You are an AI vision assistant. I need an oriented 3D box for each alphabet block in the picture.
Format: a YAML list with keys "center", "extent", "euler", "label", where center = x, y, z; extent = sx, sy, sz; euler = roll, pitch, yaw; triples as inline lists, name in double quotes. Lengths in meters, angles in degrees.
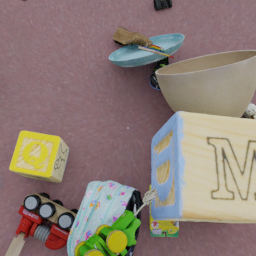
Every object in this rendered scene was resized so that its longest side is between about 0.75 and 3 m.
- center: [-2.449, 0.851, 7.959]
  extent: [1.177, 1.199, 1.171]
  euler: [8, 71, 3]
  label: "alphabet block"
- center: [2.021, 1.132, 7.070]
  extent: [2.419, 2.363, 2.376]
  euler: [5, 72, -8]
  label: "alphabet block"

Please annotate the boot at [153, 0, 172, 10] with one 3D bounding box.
- center: [1.230, -4.761, 10.293]
  extent: [0.648, 0.326, 0.867]
  euler: [-10, 72, -3]
  label: "boot"

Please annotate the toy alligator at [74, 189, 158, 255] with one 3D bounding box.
- center: [-0.212, 2.347, 5.832]
  extent: [2.718, 0.806, 0.737]
  euler: [-33, 99, -26]
  label: "toy alligator"

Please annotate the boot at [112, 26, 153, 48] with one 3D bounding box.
- center: [0.143, -2.937, 9.498]
  extent: [1.509, 0.555, 0.569]
  euler: [27, 75, 25]
  label: "boot"

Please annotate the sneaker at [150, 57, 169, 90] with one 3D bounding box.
- center: [1.046, -1.907, 9.206]
  extent: [0.496, 0.580, 1.400]
  euler: [14, 73, 3]
  label: "sneaker"

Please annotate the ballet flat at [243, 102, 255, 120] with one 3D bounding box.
- center: [4.031, -0.350, 8.735]
  extent: [0.526, 0.497, 1.561]
  euler: [-27, 73, -9]
  label: "ballet flat"

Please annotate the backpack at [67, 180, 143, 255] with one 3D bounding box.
- center: [-0.531, 2.591, 7.032]
  extent: [1.597, 2.105, 2.523]
  euler: [14, 66, 9]
  label: "backpack"

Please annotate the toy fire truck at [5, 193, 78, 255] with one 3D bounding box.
- center: [-2.355, 2.840, 7.436]
  extent: [1.600, 1.170, 1.818]
  euler: [25, 85, 7]
  label: "toy fire truck"

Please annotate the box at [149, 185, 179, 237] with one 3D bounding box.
- center: [1.015, 2.336, 7.932]
  extent: [0.820, 0.338, 1.397]
  euler: [2, 69, 0]
  label: "box"

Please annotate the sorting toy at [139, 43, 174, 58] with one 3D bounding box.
- center: [0.636, -1.896, 6.728]
  extent: [1.060, 0.511, 0.179]
  euler: [28, 108, 38]
  label: "sorting toy"

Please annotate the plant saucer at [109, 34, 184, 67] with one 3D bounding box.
- center: [0.593, -2.420, 8.808]
  extent: [2.424, 2.424, 0.332]
  euler: [-22, 116, -7]
  label: "plant saucer"

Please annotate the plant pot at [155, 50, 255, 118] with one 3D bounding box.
- center: [2.352, -0.992, 8.066]
  extent: [2.804, 2.804, 1.882]
  euler: [-16, 108, -5]
  label: "plant pot"
